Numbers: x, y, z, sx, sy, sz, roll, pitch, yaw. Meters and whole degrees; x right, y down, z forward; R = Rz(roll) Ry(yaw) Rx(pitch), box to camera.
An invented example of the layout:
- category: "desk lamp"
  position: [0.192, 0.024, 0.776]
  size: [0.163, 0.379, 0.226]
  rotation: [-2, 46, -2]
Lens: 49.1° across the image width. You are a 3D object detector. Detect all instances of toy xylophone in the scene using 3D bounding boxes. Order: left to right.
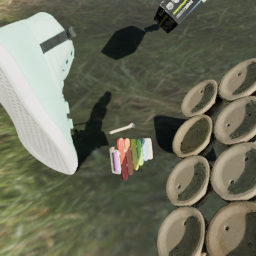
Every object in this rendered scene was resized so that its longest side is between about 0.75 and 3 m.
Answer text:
- category: "toy xylophone"
  position: [0.018, 0.342, 4.508]
  size: [0.258, 0.751, 1.026]
  rotation: [-2, 16, 35]

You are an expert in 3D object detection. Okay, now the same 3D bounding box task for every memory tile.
- category: "memory tile"
  position: [1.041, 0.173, 2.547]
  size: [0.187, 1.706, 2.226]
  rotation: [36, 51, -26]

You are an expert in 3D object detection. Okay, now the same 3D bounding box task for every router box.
- category: "router box"
  position: [1.329, -2.995, 6.473]
  size: [0.587, 1.890, 1.416]
  rotation: [43, 100, -7]

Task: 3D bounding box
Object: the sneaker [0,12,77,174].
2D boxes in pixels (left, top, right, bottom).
- category: "sneaker"
  position: [-0.891, -0.387, 3.580]
  size: [0.754, 2.050, 1.209]
  rotation: [9, 46, 29]

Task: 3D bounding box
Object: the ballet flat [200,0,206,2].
- category: "ballet flat"
  position: [2.018, -3.708, 8.046]
  size: [0.883, 0.305, 0.314]
  rotation: [-16, 51, 22]

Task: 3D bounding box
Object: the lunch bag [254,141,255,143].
- category: "lunch bag"
  position: [2.521, 0.313, 4.649]
  size: [1.300, 1.043, 0.501]
  rotation: [12, 3, -35]
